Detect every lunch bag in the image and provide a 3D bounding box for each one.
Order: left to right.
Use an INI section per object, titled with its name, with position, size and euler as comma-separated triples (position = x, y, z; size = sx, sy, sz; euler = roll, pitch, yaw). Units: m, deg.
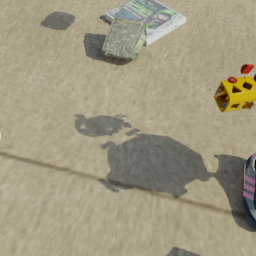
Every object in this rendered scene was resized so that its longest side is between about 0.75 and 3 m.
[lunch bag]
position = -0.128, -3.204, 10.467
size = 1.292, 0.926, 1.575
euler = 17, 70, 13

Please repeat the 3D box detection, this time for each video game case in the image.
[video game case]
position = 0.736, -4.711, 11.962
size = 2.370, 0.304, 2.607
euler = -37, 62, -23

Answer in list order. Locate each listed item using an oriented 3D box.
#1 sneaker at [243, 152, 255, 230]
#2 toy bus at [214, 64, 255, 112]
[sneaker]
position = 3.377, 1.526, 7.136
size = 0.740, 0.865, 2.109
euler = 6, 54, 4
[toy bus]
position = 2.511, -0.705, 5.972
size = 1.253, 1.182, 0.647
euler = -34, 54, 30
